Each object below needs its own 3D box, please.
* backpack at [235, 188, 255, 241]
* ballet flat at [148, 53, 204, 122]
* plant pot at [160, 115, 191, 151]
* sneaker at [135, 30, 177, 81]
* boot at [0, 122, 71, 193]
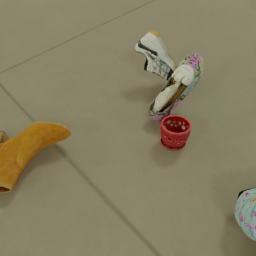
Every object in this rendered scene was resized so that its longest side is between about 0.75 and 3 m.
[{"bbox_3d":[3.344,1.899,6.197,1.798,1.138,1.500,0,86,7],"label":"backpack"},{"bbox_3d":[1.393,-1.183,8.343,0.819,2.370,0.843,42,18,23],"label":"ballet flat"},{"bbox_3d":[1.340,0.174,8.000,0.848,0.772,0.848,-1,40,1],"label":"plant pot"},{"bbox_3d":[1.063,-2.078,9.378,0.985,2.247,0.850,-31,21,14],"label":"sneaker"},{"bbox_3d":[-2.834,0.826,7.514,2.557,0.900,1.831,-7,50,8],"label":"boot"}]
